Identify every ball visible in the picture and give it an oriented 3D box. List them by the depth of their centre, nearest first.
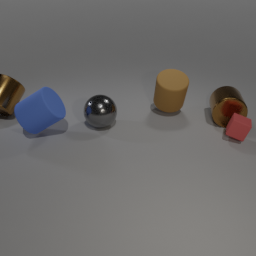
[{"bbox_3d":[-1.151,-0.693,11.688,1.400,1.400,1.400,0,29,0],"label":"ball"}]

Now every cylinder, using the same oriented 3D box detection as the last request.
[{"bbox_3d":[-3.407,-0.680,10.948,1.400,1.400,1.400,-28,25,15],"label":"cylinder"},{"bbox_3d":[4.286,-0.923,12.067,1.400,1.400,1.400,4,30,8],"label":"cylinder"},{"bbox_3d":[1.892,-1.648,12.441,1.400,1.400,1.400,1,52,-1],"label":"cylinder"},{"bbox_3d":[-5.545,-1.447,12.477,1.400,1.400,1.400,12,67,21],"label":"cylinder"}]

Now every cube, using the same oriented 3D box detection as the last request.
[{"bbox_3d":[4.243,-0.039,10.741,0.700,0.700,0.700,24,33,10],"label":"cube"}]
